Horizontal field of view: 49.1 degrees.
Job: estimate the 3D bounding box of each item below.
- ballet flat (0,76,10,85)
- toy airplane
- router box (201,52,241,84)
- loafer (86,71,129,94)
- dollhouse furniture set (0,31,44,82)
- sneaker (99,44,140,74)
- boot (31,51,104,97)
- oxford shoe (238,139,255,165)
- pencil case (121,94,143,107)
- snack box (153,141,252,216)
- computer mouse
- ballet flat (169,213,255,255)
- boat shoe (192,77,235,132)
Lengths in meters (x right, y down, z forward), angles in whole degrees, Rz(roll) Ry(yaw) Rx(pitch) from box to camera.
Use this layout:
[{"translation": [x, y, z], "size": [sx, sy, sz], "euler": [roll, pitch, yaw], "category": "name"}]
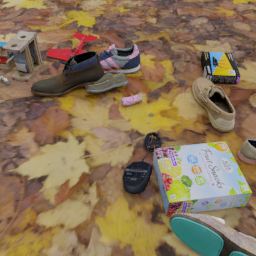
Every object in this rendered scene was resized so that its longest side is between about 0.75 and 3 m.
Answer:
[{"translation": [-5.155, -2.024, 11.628], "size": [0.765, 0.244, 0.258], "euler": [31, 52, 28], "category": "ballet flat"}, {"translation": [-2.285, -3.700, 13.132], "size": [2.811, 0.517, 2.811], "euler": [1, 45, -1], "category": "toy airplane"}, {"translation": [3.928, -2.610, 12.053], "size": [1.373, 0.470, 1.841], "euler": [3, 45, 3], "category": "router box"}, {"translation": [-0.862, -1.788, 10.963], "size": [1.844, 0.642, 0.693], "euler": [-21, 9, -30], "category": "loafer"}, {"translation": [-5.011, -3.100, 11.810], "size": [2.146, 1.512, 1.504], "euler": [10, 46, 9], "category": "dollhouse furniture set"}, {"translation": [-0.960, -2.964, 11.871], "size": [3.000, 1.230, 1.052], "euler": [-8, 45, -8], "category": "sneaker"}, {"translation": [-2.396, -2.165, 10.915], "size": [2.961, 1.435, 1.106], "euler": [-13, 46, -12], "category": "boot"}, {"translation": [4.475, 0.777, 8.410], "size": [2.086, 0.770, 0.738], "euler": [5, 45, 5], "category": "oxford shoe"}, {"translation": [0.145, -1.051, 10.568], "size": [0.836, 0.366, 0.366], "euler": [-15, 47, -13], "category": "pencil case"}, {"translation": [1.963, 1.345, 7.857], "size": [2.208, 0.747, 1.862], "euler": [-5, 44, -7], "category": "snack box"}, {"translation": [0.502, 1.026, 8.502], "size": [0.762, 0.443, 2.600], "euler": [3, 37, 24], "category": "computer mouse"}, {"translation": [2.312, 2.676, 6.561], "size": [2.766, 0.942, 0.930], "euler": [28, 30, 19], "category": "ballet flat"}, {"translation": [3.179, -1.115, 10.228], "size": [1.001, 0.906, 2.809], "euler": [-9, 45, -9], "category": "boat shoe"}]
